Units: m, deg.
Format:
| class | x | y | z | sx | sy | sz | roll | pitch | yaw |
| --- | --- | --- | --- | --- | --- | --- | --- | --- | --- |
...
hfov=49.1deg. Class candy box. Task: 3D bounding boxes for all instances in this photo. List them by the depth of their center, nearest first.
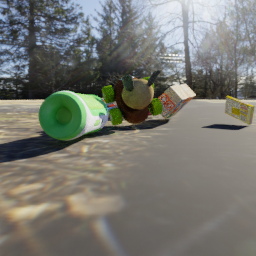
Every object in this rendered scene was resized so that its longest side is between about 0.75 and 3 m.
| class | x | y | z | sx | sy | sz | roll | pitch | yaw |
| --- | --- | --- | --- | --- | --- | --- | --- | --- | --- |
| candy box | 3.653 | -0.603 | 9.264 | 0.161 | 0.622 | 1.217 | -8 | 24 | -18 |

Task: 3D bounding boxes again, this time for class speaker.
| class | x | y | z | sx | sy | sz | roll | pitch | yaw |
| --- | --- | --- | --- | --- | --- | --- | --- | --- | --- |
| speaker | -1.103 | -0.305 | 6.324 | 1.031 | 1.031 | 2.332 | 1 | 5 | 8 |

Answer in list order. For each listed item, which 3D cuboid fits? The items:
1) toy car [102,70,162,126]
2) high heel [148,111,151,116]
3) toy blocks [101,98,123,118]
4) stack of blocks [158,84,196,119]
| class | x | y | z | sx | sy | sz | roll | pitch | yaw |
| --- | --- | --- | --- | --- | --- | --- | --- | --- | --- |
| toy car | 0.215 | -1.146 | 8.369 | 1.659 | 1.593 | 2.019 | -15 | -19 | -13 |
| high heel | 0.574 | -0.970 | 12.197 | 1.804 | 0.867 | 0.608 | -1 | 16 | 32 |
| toy blocks | -0.671 | -0.852 | 11.740 | 1.415 | 1.035 | 2.070 | -20 | 28 | -27 |
| stack of blocks | 1.650 | -0.954 | 10.389 | 1.235 | 0.628 | 2.144 | -45 | -10 | 25 |
